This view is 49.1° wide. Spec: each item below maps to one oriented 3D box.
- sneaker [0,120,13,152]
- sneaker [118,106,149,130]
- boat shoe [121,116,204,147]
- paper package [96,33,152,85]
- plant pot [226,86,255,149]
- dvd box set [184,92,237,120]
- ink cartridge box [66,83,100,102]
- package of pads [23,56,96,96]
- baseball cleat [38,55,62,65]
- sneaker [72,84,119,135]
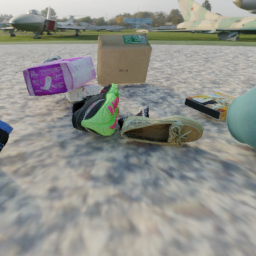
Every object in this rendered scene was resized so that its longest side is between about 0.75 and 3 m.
[{"bbox_3d":[-3.208,0.198,5.771,1.873,0.657,0.730,0,58,32],"label":"sneaker"},{"bbox_3d":[0.141,-0.246,7.357,0.765,0.501,1.324,1,21,11],"label":"sneaker"},{"bbox_3d":[0.755,0.113,6.197,1.813,0.665,0.568,1,26,10],"label":"boat shoe"},{"bbox_3d":[-0.236,-2.970,12.146,2.168,2.067,1.122,-4,53,-12],"label":"paper package"},{"bbox_3d":[2.927,-0.199,5.613,1.670,1.670,1.569,-7,1,-19],"label":"plant pot"},{"bbox_3d":[2.772,-0.711,8.455,1.776,0.261,1.300,-12,31,-36],"label":"dvd box set"},{"bbox_3d":[-1.767,-1.270,10.029,1.356,0.458,0.790,-10,19,-20],"label":"ink cartridge box"},{"bbox_3d":[-2.142,-1.787,9.335,1.541,0.968,2.558,-7,17,12],"label":"package of pads"},{"bbox_3d":[-3.444,-2.706,12.418,1.509,0.989,2.836,-45,31,-14],"label":"baseball cleat"},{"bbox_3d":[-0.826,-0.577,7.290,1.157,1.060,2.761,1,14,1],"label":"sneaker"}]
